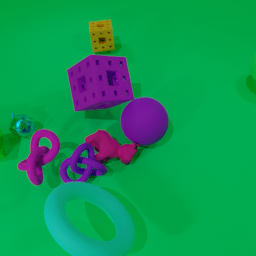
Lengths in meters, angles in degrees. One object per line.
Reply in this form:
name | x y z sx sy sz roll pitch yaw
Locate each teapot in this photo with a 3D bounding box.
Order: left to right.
teapot | -2.777 -0.121 7.314 1.073 0.525 0.667 25 18 30

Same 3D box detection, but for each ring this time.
ring | -0.641 1.610 4.971 1.726 0.345 1.726 28 20 -11

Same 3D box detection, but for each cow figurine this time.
cow figurine | -0.368 0.451 6.869 1.108 0.618 1.126 -28 75 -18

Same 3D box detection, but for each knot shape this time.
knot shape | -1.997 0.718 6.188 0.569 1.232 1.153 27 33 -26
knot shape | -0.955 0.893 6.403 0.999 1.068 0.493 22 20 -27

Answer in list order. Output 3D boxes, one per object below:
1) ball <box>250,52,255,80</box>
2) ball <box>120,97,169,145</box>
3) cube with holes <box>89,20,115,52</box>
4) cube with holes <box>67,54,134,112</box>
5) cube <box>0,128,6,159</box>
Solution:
ball | 3.946 -1.722 7.653 1.144 1.144 1.144 0 51 0
ball | 0.414 -0.170 7.008 1.207 1.207 1.207 0 51 0
cube with holes | -0.890 -3.142 9.560 0.744 0.744 0.744 -7 44 -2
cube with holes | -0.729 -1.147 7.359 1.143 1.143 1.143 -9 87 -42
cube | -3.503 0.370 6.751 0.772 0.772 0.772 -11 77 -9
